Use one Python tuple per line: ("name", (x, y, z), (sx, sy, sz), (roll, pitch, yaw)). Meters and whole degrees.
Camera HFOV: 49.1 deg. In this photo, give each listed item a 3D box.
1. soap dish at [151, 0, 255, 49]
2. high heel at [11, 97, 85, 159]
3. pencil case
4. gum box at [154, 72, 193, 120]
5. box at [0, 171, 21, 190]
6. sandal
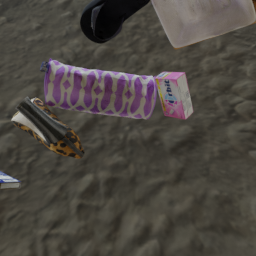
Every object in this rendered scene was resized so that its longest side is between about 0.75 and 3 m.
("soap dish", (2.068, -3.469, 7.609), (2.579, 2.029, 1.047), (-10, 39, 35))
("high heel", (-1.562, 0.074, 5.595), (1.424, 1.997, 0.713), (44, 78, -13))
("pencil case", (-0.569, -0.793, 5.825), (2.369, 0.994, 1.013), (10, 55, -9))
("gum box", (0.881, -0.593, 5.297), (0.505, 0.890, 0.294), (13, 42, 45))
("box", (-2.808, 1.070, 5.833), (1.089, 0.660, 0.176), (11, 92, 41))
("sandal", (-0.487, -2.759, 6.957), (1.101, 2.895, 0.620), (16, 77, -23))
